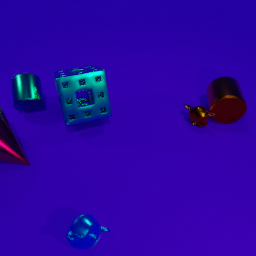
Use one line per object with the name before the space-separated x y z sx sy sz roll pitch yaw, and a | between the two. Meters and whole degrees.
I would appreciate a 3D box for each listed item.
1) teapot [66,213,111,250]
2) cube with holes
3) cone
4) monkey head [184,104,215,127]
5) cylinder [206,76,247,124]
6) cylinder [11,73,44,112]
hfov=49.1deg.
teapot | -0.831 2.172 5.810 0.581 0.737 1.186 12 0 34
cube with holes | -1.411 -1.048 8.493 1.377 1.377 1.377 -13 22 -14
cone | -3.320 0.525 7.549 1.652 1.646 1.646 36 48 -2
monkey head | 2.259 -0.437 8.680 1.050 0.633 0.755 24 43 37
cylinder | 3.075 -0.883 8.831 1.092 1.092 1.092 4 43 4
cylinder | -3.203 -1.116 8.922 0.920 0.920 0.920 -10 73 -10
